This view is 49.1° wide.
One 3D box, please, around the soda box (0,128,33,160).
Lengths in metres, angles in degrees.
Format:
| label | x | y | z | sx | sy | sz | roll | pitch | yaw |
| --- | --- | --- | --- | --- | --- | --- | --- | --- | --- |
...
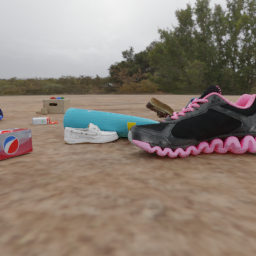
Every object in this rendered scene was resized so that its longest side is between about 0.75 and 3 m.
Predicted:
| label | x | y | z | sx | sy | sz | roll | pitch | yaw |
| --- | --- | --- | --- | --- | --- | --- | --- | --- | --- |
| soda box | -2.538 | 0.343 | 5.171 | 0.544 | 0.493 | 1.554 | 3 | 10 | 29 |

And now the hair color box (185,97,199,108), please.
| label | x | y | z | sx | sy | sz | roll | pitch | yaw |
| --- | --- | --- | --- | --- | --- | --- | --- | --- | --- |
| hair color box | 3.366 | -1.000 | 12.986 | 1.579 | 0.790 | 0.478 | -7 | 49 | -42 |

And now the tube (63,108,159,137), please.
| label | x | y | z | sx | sy | sz | roll | pitch | yaw |
| --- | --- | --- | --- | --- | --- | --- | --- | --- | --- |
| tube | -0.313 | -0.080 | 7.432 | 2.911 | 0.733 | 1.127 | 5 | -8 | 23 |

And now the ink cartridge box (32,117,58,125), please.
| label | x | y | z | sx | sy | sz | roll | pitch | yaw |
| --- | --- | --- | --- | --- | --- | --- | --- | --- | --- |
| ink cartridge box | -3.048 | -0.275 | 10.317 | 0.888 | 0.223 | 0.484 | -4 | 10 | -21 |

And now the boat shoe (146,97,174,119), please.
| label | x | y | z | sx | sy | sz | roll | pitch | yaw |
| --- | --- | --- | --- | --- | --- | --- | --- | --- | --- |
| boat shoe | 1.349 | -0.663 | 11.233 | 1.496 | 0.538 | 0.540 | 26 | 32 | -30 |

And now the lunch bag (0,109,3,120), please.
| label | x | y | z | sx | sy | sz | roll | pitch | yaw |
| --- | --- | --- | --- | --- | --- | --- | --- | --- | --- |
| lunch bag | -5.727 | -0.577 | 10.794 | 1.416 | 0.885 | 1.881 | -4 | 0 | -12 |

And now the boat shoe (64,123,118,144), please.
| label | x | y | z | sx | sy | sz | roll | pitch | yaw |
| --- | --- | --- | --- | --- | --- | --- | --- | --- | --- |
| boat shoe | -0.882 | 0.121 | 6.819 | 1.318 | 0.457 | 0.467 | -2 | 9 | -16 |

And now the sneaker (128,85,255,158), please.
| label | x | y | z | sx | sy | sz | roll | pitch | yaw |
| --- | --- | --- | --- | --- | --- | --- | --- | --- | --- |
| sneaker | 1.429 | -0.169 | 5.702 | 2.917 | 1.391 | 1.152 | -3 | 10 | -10 |

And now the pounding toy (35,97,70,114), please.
| label | x | y | z | sx | sy | sz | roll | pitch | yaw |
| --- | --- | --- | --- | --- | --- | --- | --- | --- | --- |
| pounding toy | -4.026 | -1.186 | 14.494 | 1.577 | 0.822 | 1.796 | 1 | 8 | 6 |
